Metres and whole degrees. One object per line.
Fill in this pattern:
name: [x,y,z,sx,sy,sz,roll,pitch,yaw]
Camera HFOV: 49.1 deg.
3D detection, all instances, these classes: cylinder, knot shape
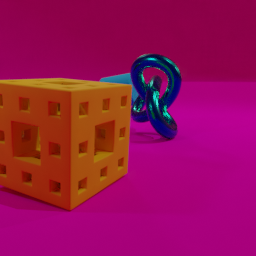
cylinder: [-0.289,-1.211,9.302,1.064,1.064,1.064,-7,8,16]
knot shape: [0.591,-0.796,6.289,0.871,1.764,1.886,-11,35,-15]

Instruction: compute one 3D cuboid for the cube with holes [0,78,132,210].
cube with holes: [-0.793,0.051,3.476,1.213,1.213,1.213,10,15,27]
